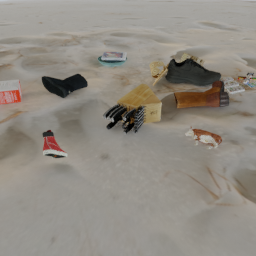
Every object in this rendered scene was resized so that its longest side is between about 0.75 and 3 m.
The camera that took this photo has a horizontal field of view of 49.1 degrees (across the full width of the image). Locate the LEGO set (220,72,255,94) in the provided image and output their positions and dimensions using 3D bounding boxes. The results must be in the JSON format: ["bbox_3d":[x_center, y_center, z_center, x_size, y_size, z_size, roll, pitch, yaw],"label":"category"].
[{"bbox_3d":[5.706,-2.149,13.635,2.173,0.533,1.624,-13,33,0],"label":"LEGO set"}]

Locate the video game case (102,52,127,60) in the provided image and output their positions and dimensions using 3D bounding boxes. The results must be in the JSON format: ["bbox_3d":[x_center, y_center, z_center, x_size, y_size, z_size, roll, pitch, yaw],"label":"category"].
[{"bbox_3d":[-0.807,-4.273,16.582,1.393,0.160,1.270,1,31,2],"label":"video game case"}]

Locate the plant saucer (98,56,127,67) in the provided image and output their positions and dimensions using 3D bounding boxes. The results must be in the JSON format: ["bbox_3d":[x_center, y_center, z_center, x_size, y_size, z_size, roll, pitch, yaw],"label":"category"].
[{"bbox_3d":[-0.919,-3.965,16.524,1.741,0.313,1.741,0,31,0],"label":"plant saucer"}]

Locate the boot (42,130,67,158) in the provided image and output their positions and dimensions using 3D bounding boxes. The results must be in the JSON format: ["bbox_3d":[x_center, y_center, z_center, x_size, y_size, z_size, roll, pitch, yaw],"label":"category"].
[{"bbox_3d":[-2.127,0.468,8.198,0.391,1.081,0.780,-14,71,12],"label":"boot"}]

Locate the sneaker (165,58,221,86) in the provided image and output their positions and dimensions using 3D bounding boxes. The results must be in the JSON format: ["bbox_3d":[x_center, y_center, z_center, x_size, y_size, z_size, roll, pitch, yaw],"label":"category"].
[{"bbox_3d":[3.216,-2.779,13.730,2.697,1.224,1.024,6,30,7],"label":"sneaker"}]

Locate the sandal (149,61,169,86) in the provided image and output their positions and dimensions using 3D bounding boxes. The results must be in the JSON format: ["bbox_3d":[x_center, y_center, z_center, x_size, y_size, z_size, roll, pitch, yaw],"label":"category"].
[{"bbox_3d":[1.455,-2.915,13.922,0.902,1.005,2.742,43,32,-2],"label":"sandal"}]

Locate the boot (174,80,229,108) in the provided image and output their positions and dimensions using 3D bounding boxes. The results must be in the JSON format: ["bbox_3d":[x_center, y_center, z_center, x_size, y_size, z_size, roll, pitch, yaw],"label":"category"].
[{"bbox_3d":[3.129,-1.443,12.309,2.188,0.749,2.060,-3,39,9],"label":"boot"}]

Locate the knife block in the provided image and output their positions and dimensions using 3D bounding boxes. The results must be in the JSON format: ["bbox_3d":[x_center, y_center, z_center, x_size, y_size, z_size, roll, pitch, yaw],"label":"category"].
[{"bbox_3d":[0.017,-0.772,10.784,2.294,0.836,2.613,-7,33,-13],"label":"knife block"}]

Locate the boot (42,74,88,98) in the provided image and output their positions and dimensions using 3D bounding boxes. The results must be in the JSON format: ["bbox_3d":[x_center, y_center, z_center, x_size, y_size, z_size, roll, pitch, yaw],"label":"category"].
[{"bbox_3d":[-2.941,-2.130,13.135,1.791,0.684,1.505,30,45,29],"label":"boot"}]

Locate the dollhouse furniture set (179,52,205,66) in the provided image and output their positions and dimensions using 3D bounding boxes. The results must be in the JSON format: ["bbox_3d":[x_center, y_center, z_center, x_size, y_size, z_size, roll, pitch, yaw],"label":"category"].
[{"bbox_3d":[3.582,-3.758,16.068,1.164,0.773,1.020,8,24,-32],"label":"dollhouse furniture set"}]

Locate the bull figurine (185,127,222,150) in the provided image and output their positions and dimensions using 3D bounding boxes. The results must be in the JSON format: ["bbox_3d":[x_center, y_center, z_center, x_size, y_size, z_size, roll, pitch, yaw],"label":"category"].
[{"bbox_3d":[2.516,0.321,9.443,1.253,0.408,0.761,12,35,21],"label":"bull figurine"}]

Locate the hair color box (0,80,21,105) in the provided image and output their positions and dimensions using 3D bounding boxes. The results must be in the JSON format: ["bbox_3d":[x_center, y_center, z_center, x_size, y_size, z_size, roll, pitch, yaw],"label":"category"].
[{"bbox_3d":[-5.791,-1.499,12.156,2.126,0.680,1.179,-8,33,-15],"label":"hair color box"}]
